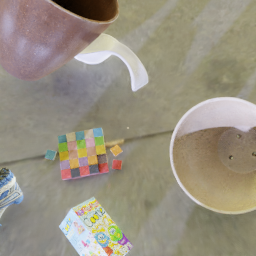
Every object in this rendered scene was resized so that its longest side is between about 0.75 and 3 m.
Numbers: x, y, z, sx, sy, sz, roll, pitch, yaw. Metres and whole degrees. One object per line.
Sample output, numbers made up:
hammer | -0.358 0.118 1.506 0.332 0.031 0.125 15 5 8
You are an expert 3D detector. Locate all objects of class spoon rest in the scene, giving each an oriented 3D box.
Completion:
spoon rest | -0.591 -2.079 7.838 1.393 0.850 2.803 -36 56 -28

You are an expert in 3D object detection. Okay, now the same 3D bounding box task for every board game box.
board game box | -0.674 2.264 5.864 1.350 0.708 0.695 46 31 19

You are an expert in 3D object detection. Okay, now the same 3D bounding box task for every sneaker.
sneaker | -3.202 1.967 5.828 2.359 1.005 0.909 -41 33 -23

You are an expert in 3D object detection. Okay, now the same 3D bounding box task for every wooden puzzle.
wooden puzzle | -1.114 0.629 6.998 1.943 0.136 1.152 -10 72 -2

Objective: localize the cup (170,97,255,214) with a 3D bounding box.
cup | 2.319 0.538 6.159 2.297 1.643 2.297 0 91 36

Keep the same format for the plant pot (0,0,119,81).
plant pot | -2.149 -2.582 6.971 2.711 2.900 2.711 25 45 -28
